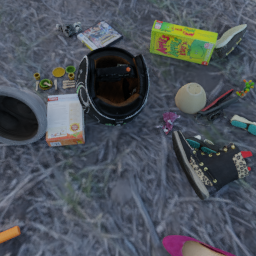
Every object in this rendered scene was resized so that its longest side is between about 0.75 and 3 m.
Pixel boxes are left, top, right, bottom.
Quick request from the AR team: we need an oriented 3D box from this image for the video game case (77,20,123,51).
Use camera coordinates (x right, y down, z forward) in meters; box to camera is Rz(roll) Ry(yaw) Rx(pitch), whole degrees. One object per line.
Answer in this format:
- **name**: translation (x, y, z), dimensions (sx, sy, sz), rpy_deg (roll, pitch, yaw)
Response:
- **video game case**: translation (-1.329, -4.322, 13.224), dimensions (1.655, 0.211, 1.496), rpy_deg (-37, 67, -19)

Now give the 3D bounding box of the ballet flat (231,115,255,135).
- **ballet flat**: translation (4.641, -0.128, 10.779), dimensions (1.323, 0.460, 0.460), rpy_deg (27, 64, 14)

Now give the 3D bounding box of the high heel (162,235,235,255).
- **high heel**: translation (2.216, 3.667, 8.210), dimensions (2.402, 1.155, 0.810), rpy_deg (15, 62, 8)

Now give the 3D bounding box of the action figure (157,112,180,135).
- **action figure**: translation (1.570, -0.164, 10.854), dimensions (0.687, 0.618, 0.923), rpy_deg (23, 69, -38)

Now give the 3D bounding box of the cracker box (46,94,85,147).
- **cracker box**: translation (-2.387, -0.336, 10.781), dimensions (1.342, 0.578, 2.003), rpy_deg (-5, 62, -3)

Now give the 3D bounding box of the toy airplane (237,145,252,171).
- **toy airplane**: translation (3.988, 1.161, 10.151), dimensions (1.213, 0.223, 1.213), rpy_deg (-1, 61, 2)

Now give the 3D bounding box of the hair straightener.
- **hair straightener**: translation (3.579, -0.716, 11.068), dimensions (2.196, 0.449, 0.845), rpy_deg (-30, 65, -15)

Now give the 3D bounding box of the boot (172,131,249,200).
- **boot**: translation (2.791, 0.988, 9.746), dimensions (1.907, 0.927, 2.532), rpy_deg (-22, 67, -5)

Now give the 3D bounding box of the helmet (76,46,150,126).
- **helmet**: translation (-0.564, -1.553, 10.209), dimensions (2.901, 2.765, 2.901), rpy_deg (-2, 99, -11)

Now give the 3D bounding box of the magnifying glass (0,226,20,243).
- **magnifying glass**: translation (-4.519, 3.652, 8.665), dimensions (2.333, 0.261, 0.929), rpy_deg (-21, 55, -11)

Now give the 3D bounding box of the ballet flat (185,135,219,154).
- **ballet flat**: translation (2.704, 0.595, 10.371), dimensions (1.405, 0.478, 0.481), rpy_deg (25, 54, 2)

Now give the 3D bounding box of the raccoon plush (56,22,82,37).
- **raccoon plush**: translation (-2.774, -4.885, 13.372), dimensions (1.222, 0.591, 0.819), rpy_deg (41, 60, 20)

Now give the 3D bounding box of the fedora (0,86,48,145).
- **fedora**: translation (-4.131, -0.607, 10.293), dimensions (2.724, 2.409, 1.230), rpy_deg (2, 31, 9)

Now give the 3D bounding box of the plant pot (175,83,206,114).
- **plant pot**: translation (2.560, -1.308, 11.180), dimensions (1.255, 0.843, 1.255), rpy_deg (0, 61, 0)

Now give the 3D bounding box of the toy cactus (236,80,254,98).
- **toy cactus**: translation (4.683, -1.518, 11.333), dimensions (0.478, 0.772, 0.935), rpy_deg (38, 67, 19)

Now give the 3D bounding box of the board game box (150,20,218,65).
- **board game box**: translation (2.352, -3.686, 12.204), dimensions (2.678, 1.360, 0.638), rpy_deg (15, 64, 8)

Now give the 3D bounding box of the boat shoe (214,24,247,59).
- **boat shoe**: translation (4.719, -3.985, 12.773), dimensions (2.391, 0.720, 0.852), rpy_deg (-40, 25, -27)

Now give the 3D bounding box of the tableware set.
- **tableware set**: translation (-3.127, -2.195, 12.003), dimensions (1.766, 0.271, 1.190), rpy_deg (-6, 61, -3)
